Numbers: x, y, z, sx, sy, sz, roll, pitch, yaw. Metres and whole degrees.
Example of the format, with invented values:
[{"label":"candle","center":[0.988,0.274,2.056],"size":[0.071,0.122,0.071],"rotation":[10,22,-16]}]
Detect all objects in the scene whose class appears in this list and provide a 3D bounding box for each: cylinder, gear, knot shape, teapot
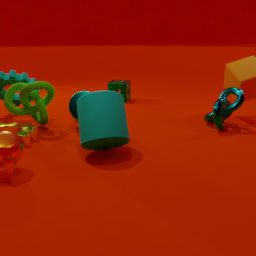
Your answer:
[{"label":"cylinder","center":[-0.584,-0.145,6.534],"size":[1.122,1.122,1.122],"rotation":[-8,-15,-2]},{"label":"gear","center":[-3.904,-1.335,9.701],"size":[1.580,1.580,0.292],"rotation":[-3,58,-10]},{"label":"cylinder","center":[-1.270,-0.556,8.323],"size":[0.885,0.885,0.885],"rotation":[-2,-10,-5]},{"label":"knot shape","center":[2.821,-0.501,8.396],"size":[0.664,1.437,1.345],"rotation":[36,40,10]},{"label":"gear","center":[-3.241,0.199,7.466],"size":[1.597,0.295,1.597],"rotation":[0,18,0]},{"label":"knot shape","center":[-2.903,-0.791,8.157],"size":[1.384,1.479,0.683],"rotation":[13,31,-1]},{"label":"teapot","center":[-2.454,0.494,5.610],"size":[0.780,0.614,1.254],"rotation":[-10,35,-27]}]

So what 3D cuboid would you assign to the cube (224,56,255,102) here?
[{"label":"cube","center":[3.889,-1.594,9.273],"size":[1.002,1.002,1.002],"rotation":[-18,49,-2]}]

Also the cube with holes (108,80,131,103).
[{"label":"cube with holes","center":[-0.366,-1.609,12.165],"size":[0.825,0.825,0.825],"rotation":[4,18,13]}]
